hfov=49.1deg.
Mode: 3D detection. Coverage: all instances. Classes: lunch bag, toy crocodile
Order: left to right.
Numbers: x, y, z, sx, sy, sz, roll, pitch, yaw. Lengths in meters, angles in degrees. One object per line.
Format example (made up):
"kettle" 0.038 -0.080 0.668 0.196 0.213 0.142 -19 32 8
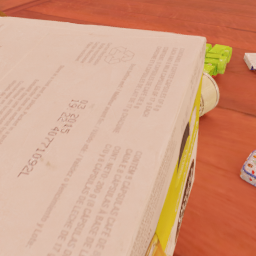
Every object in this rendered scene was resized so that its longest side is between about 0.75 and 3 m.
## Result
"toy crocodile" 2.851 -2.199 9.371 0.927 0.848 2.747 15 36 21
"lunch bag" 2.824 0.863 5.868 0.713 0.336 0.890 29 48 29

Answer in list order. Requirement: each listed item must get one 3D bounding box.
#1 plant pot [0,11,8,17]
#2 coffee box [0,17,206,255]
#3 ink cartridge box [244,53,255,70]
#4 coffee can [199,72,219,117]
"plant pot" -4.917 -2.895 9.596 1.781 1.781 1.912 -4 50 -5
"coffee box" -0.888 0.787 3.439 2.974 2.941 2.970 12 52 19
"ink cartridge box" 4.815 -2.233 9.755 1.222 0.270 1.245 3 41 4
"coffee can" 1.373 -0.664 7.086 1.572 1.150 1.150 -29 47 -31
